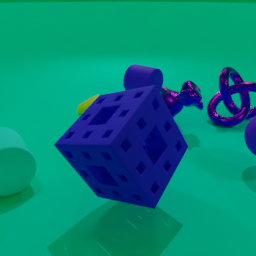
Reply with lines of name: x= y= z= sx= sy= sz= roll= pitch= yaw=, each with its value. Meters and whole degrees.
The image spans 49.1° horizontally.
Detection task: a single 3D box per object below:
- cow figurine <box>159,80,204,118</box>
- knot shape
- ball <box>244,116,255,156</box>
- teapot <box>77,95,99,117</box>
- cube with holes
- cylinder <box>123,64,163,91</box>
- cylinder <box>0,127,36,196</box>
cow figurine: x=1.245 y=-0.608 z=7.478 sx=0.817 sy=1.489 sz=1.465 roll=36 pitch=7 yaw=-27
knot shape: x=3.048 y=-0.963 z=7.977 sx=1.758 sy=1.645 sz=0.812 roll=-18 pitch=0 yaw=-4
ball: x=2.881 y=0.159 z=5.651 sx=0.993 sy=0.993 sz=0.993 roll=0 pitch=27 yaw=0
teapot: x=-0.882 y=-0.471 z=7.503 sx=0.862 sy=0.679 sz=1.387 roll=-35 pitch=10 yaw=-35
cube with holes: x=-0.060 y=0.279 z=4.426 sx=1.258 sy=1.258 sz=1.258 roll=-3 pitch=40 yaw=44
cylinder: x=0.546 y=-1.658 z=9.910 sx=1.054 sy=1.054 sz=1.054 roll=19 pitch=32 yaw=32
cylinder: x=-2.411 y=0.616 z=5.396 sx=1.008 sy=1.008 sz=1.008 roll=-16 pitch=30 yaw=-29
